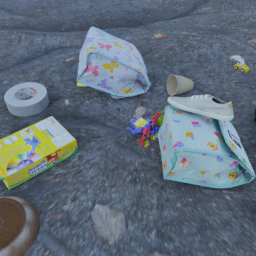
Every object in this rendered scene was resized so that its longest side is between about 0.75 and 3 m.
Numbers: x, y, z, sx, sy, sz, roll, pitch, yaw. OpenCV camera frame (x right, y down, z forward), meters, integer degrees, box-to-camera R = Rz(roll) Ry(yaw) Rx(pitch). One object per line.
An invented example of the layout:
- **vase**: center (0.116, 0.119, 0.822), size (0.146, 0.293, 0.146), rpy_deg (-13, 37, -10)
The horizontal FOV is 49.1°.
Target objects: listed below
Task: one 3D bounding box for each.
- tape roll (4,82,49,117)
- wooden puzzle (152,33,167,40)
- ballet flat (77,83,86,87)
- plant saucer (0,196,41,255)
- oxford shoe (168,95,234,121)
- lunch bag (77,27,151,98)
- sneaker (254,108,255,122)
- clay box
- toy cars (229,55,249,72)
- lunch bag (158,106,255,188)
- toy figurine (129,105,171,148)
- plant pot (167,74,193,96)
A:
- **tape roll**: center (-3.932, -1.134, 10.936), size (1.593, 0.526, 1.593), rpy_deg (0, 43, 0)
- **wooden puzzle**: center (1.733, -5.085, 15.564), size (0.876, 0.062, 0.520), rpy_deg (-20, 46, -20)
- **ballet flat**: center (-1.605, -1.997, 11.970), size (1.179, 0.395, 0.394), rpy_deg (1, 43, 2)
- **plant saucer**: center (-3.326, 2.520, 7.091), size (2.105, 0.385, 2.105), rpy_deg (0, 44, 0)
- **oxford shoe**: center (2.126, -0.726, 8.210), size (2.005, 0.579, 0.754), rpy_deg (18, 23, 31)
- **lunch bag**: center (-0.529, -2.512, 11.489), size (2.832, 1.800, 2.401), rpy_deg (15, 38, -20)
- **sneaker**: center (4.862, -0.169, 9.716), size (1.097, 1.044, 2.769), rpy_deg (18, 37, 34)
- **clay box**: center (-3.155, 0.771, 8.769), size (2.739, 0.652, 1.573), rpy_deg (-30, 50, -28)
- **toy cars**: center (5.284, -3.118, 13.248), size (0.627, 0.310, 1.398), rpy_deg (0, 43, -1)
- **lunch bag**: center (2.336, 0.541, 8.388), size (2.574, 1.569, 2.192), rpy_deg (8, 37, -5)
- **toy figurine**: center (0.607, -0.247, 9.735), size (1.079, 0.950, 1.801), rpy_deg (23, 46, 30)
- **plant pot**: center (2.195, -1.759, 11.492), size (0.903, 0.846, 0.846), rpy_deg (-3, 41, -22)
